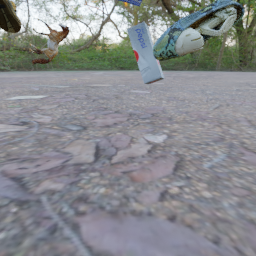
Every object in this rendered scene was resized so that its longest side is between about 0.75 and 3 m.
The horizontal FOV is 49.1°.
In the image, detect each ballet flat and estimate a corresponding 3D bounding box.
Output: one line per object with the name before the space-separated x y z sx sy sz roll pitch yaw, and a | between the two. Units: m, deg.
ballet flat | 2.068 -2.773 7.982 2.915 1.082 1.082 -36 19 -3

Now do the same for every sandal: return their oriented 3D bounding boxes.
sandal | -3.715 -3.665 8.357 0.814 0.547 2.027 9 -27 8

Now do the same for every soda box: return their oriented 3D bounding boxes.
soda box | 0.666 -2.741 10.446 0.729 2.137 0.678 -17 2 16

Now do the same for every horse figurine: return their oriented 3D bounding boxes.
horse figurine | -3.086 -3.251 10.795 1.289 1.945 0.485 21 25 -11

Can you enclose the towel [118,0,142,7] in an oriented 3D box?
towel | 0.146 -3.950 7.348 1.045 1.443 0.172 3 52 -26
